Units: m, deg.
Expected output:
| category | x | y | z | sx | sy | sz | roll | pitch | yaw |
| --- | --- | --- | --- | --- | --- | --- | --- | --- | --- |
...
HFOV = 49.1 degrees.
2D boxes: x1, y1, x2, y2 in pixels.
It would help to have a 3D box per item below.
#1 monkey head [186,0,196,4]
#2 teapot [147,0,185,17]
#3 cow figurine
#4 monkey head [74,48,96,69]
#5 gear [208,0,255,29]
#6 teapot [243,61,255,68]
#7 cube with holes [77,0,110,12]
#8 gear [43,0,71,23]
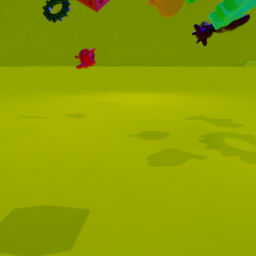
| category | x | y | z | sx | sy | sz | roll | pitch | yaw |
| --- | --- | --- | --- | --- | --- | --- | --- | --- | --- |
| monkey head | 1.553 | -3.636 | 6.527 | 1.113 | 1.547 | 0.932 | -12 | 0 | 26 |
| teapot | 1.205 | -3.762 | 8.254 | 1.390 | 0.864 | 0.681 | -17 | 43 | -18 |
| cow figurine | 3.134 | -3.555 | 9.720 | 1.621 | 0.905 | 1.648 | -33 | 18 | 2 |
| monkey head | -1.596 | -2.515 | 10.190 | 1.160 | 0.699 | 0.835 | -5 | 18 | 44 |
| gear | 3.111 | -3.378 | 7.361 | 1.999 | 0.370 | 1.999 | -31 | -1 | 0 |
| teapot | 2.939 | -1.611 | 5.192 | 0.929 | 1.897 | 1.180 | 39 | 53 | 7 |
| cube with holes | -0.537 | -2.356 | 4.089 | 0.739 | 0.739 | 0.739 | 35 | -18 | 16 |
| gear | -2.681 | -4.480 | 10.517 | 1.070 | 1.070 | 0.198 | 4 | -14 | 16 |
